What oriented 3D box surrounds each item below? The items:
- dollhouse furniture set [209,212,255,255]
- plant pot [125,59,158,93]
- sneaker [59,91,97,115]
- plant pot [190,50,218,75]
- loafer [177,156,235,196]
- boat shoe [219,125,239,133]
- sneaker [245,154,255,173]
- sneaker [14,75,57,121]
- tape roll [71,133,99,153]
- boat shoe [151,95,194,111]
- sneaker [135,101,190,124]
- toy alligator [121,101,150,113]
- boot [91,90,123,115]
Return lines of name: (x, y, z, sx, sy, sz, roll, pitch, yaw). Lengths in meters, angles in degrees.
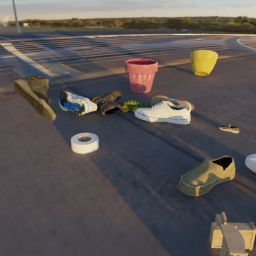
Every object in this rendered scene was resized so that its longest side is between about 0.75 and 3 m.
dollhouse furniture set: (2.048, 2.326, 4.848, 0.817, 0.956, 1.845, 0, 24, 4)
plant pot: (0.707, -2.869, 15.469, 1.779, 1.592, 1.779, 1, 24, 0)
sneaker: (-2.297, -1.116, 12.805, 0.991, 0.857, 2.287, -6, 25, -45)
plant pot: (4.916, -4.205, 18.457, 1.793, 1.273, 1.793, 8, -5, 1)
loafer: (2.135, 1.218, 7.599, 1.984, 0.669, 0.754, -16, 29, -32)
boat shoe: (3.908, -0.010, 10.818, 0.755, 0.245, 0.272, 17, 30, 33)
sneaker: (3.876, 1.261, 7.584, 1.673, 0.616, 0.967, 23, 30, 38)
sneaker: (-3.112, -1.201, 10.286, 2.003, 0.766, 1.147, 43, 51, 11)
tape roll: (-1.469, 0.507, 9.578, 0.939, 0.328, 0.939, 0, 24, 0)
boat shoe: (1.970, -1.011, 12.528, 2.090, 0.752, 0.677, 13, 9, 41)
sneaker: (1.442, -0.734, 11.700, 2.334, 0.826, 0.852, 5, 25, 12)
toy alligator: (0.477, -0.971, 12.632, 1.957, 0.470, 0.649, 5, 26, 12)
boot: (-0.712, -1.098, 12.904, 1.764, 0.611, 1.536, -24, 34, -26)
